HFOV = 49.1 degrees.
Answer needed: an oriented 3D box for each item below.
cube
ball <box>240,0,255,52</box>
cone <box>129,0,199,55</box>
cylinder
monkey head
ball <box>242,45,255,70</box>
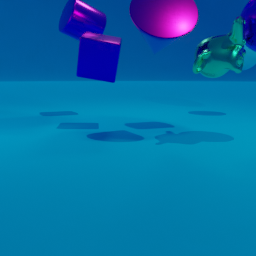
[{"bbox_3d":[-0.734,-1.860,7.308,0.996,0.996,0.996,9,26,-4],"label":"cube"},{"bbox_3d":[2.842,-2.098,5.568,1.215,1.215,1.215,0,10,0],"label":"ball"},{"bbox_3d":[0.660,-2.001,5.997,1.342,1.342,1.347,-1,-23,-3],"label":"cone"},{"bbox_3d":[-1.526,-3.535,9.383,1.204,1.204,1.204,17,0,-33],"label":"cylinder"},{"bbox_3d":[1.816,-1.600,5.570,0.976,1.166,1.620,9,35,24],"label":"monkey head"},{"bbox_3d":[4.022,-2.747,9.940,1.379,1.379,1.379,0,10,0],"label":"ball"}]
